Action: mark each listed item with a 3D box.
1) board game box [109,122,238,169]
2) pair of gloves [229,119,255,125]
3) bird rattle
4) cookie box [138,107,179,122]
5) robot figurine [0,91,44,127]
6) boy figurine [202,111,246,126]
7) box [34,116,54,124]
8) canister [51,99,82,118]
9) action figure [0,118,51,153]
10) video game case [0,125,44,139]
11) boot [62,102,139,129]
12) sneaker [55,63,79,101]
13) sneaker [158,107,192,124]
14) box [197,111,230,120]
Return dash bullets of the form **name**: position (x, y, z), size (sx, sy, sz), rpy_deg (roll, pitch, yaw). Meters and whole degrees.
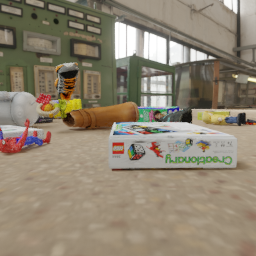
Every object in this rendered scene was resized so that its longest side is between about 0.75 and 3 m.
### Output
- **board game box**: position (0.612, 0.226, 5.514), size (1.888, 0.518, 2.991), rpy_deg (0, 5, -1)
- **pair of gloves**: position (5.609, -0.341, 13.637), size (1.752, 0.243, 1.966), rpy_deg (-5, 8, -44)
- **bird rattle**: position (-2.603, -0.720, 9.240), size (1.164, 0.655, 0.949), rpy_deg (23, 38, 8)
- **cookie box**: position (1.260, -0.646, 13.775), size (2.117, 0.796, 1.811), rpy_deg (2, 7, 27)
- **robot figurine**: position (-4.647, -0.736, 11.271), size (2.497, 1.410, 2.117), rpy_deg (1, -28, 15)
- **boy figurine**: position (4.320, -0.449, 12.757), size (1.222, 0.633, 1.965), rpy_deg (-8, 11, -40)
- **box**: position (-5.055, -0.771, 14.195), size (2.122, 0.383, 1.517), rpy_deg (22, 15, 26)
- **canister**: position (-4.515, -1.231, 18.171), size (2.857, 1.236, 2.121), rpy_deg (-2, 5, -5)
- **action figure**: position (-2.278, 0.054, 6.025), size (0.568, 0.861, 1.741), rpy_deg (0, 8, 10)
- **video game case**: position (-3.929, 0.178, 7.289), size (2.603, 0.308, 2.370), rpy_deg (-5, 7, -44)
- **boot**: position (-1.034, -0.370, 10.314), size (2.051, 0.977, 2.651), rpy_deg (-4, -3, -38)
- **sneaker**: position (-1.983, -1.529, 9.285), size (0.745, 0.735, 1.904), rpy_deg (-11, -15, -20)
- **sneaker**: position (1.862, -0.360, 10.538), size (0.877, 0.834, 2.212), rpy_deg (0, 4, 27)
- **box**: position (5.065, -0.733, 16.457), size (2.073, 0.520, 0.780), rpy_deg (-3, 6, -35)
